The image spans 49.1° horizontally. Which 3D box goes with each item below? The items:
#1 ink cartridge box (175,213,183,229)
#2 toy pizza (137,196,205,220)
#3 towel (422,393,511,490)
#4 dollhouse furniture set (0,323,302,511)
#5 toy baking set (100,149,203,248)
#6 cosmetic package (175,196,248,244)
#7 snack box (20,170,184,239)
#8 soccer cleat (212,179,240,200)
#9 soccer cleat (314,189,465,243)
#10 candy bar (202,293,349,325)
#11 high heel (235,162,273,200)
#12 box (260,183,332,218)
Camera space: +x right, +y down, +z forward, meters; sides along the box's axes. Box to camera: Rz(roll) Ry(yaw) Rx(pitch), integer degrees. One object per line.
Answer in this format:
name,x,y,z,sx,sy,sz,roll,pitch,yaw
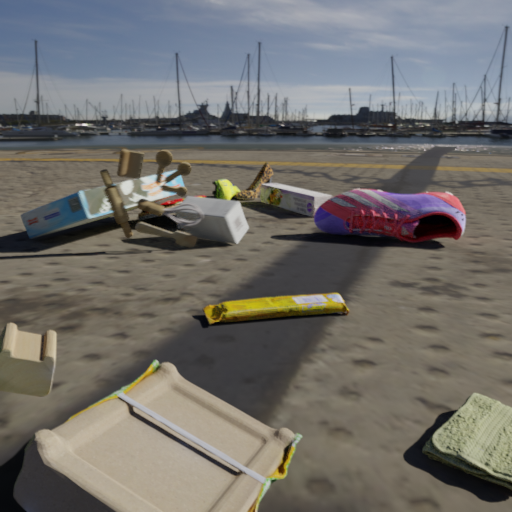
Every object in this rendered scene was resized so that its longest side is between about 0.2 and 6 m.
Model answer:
ink cartridge box,-1.348,-0.898,13.290,0.691,0.393,0.949,5,15,34
toy pizza,-2.004,-1.230,13.872,1.954,0.310,1.954,-12,6,1
towel,1.938,1.479,4.541,0.821,0.202,1.107,13,19,38
dollhouse furniture set,-1.557,1.420,4.177,3.427,1.323,1.713,25,14,16
toy baking set,-1.936,-1.008,10.634,1.681,2.190,0.255,-12,25,-1
cosmetic package,-0.930,-0.759,11.690,1.367,0.772,0.555,12,50,31
snack box,-3.326,-1.219,12.679,1.915,0.612,3.296,-13,8,32
soccer cleat,-0.891,-2.015,17.182,0.852,0.659,2.038,0,14,-8
soccer cleat,2.785,-0.777,11.865,3.142,1.048,1.201,-1,35,10
candy bar,0.300,0.704,7.507,1.988,0.220,0.496,-3,18,-13
high heel,-0.102,-2.334,17.497,1.550,1.105,0.553,-14,20,-43
box,1.046,-1.594,15.696,0.609,0.569,2.940,-8,16,-28
